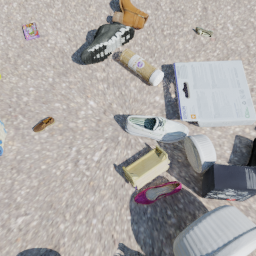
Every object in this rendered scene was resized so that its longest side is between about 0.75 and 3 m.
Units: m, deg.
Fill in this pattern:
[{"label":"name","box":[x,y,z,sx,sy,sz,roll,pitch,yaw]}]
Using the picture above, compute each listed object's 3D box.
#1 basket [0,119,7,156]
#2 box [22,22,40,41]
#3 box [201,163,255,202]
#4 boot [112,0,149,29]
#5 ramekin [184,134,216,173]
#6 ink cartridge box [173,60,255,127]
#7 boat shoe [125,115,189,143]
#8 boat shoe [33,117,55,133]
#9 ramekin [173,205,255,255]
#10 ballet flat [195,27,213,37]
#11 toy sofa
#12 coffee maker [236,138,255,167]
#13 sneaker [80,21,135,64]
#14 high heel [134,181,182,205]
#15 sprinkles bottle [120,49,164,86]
[{"label":"basket","box":[-5.091,0.561,9.335,1.753,1.383,1.988,2,53,0]},{"label":"box","box":[-4.316,-4.310,12.472,0.577,0.165,0.843,-19,65,-9]},{"label":"box","box":[3.127,1.731,8.700,1.353,1.486,0.773,5,64,2]},{"label":"boot","box":[0.259,-5.322,12.721,1.466,0.698,1.895,16,75,8]},{"label":"ramekin","box":[2.362,0.782,9.127,0.592,1.272,1.272,-17,65,-7]},{"label":"ink cartridge box","box":[3.200,-1.355,10.759,2.781,0.564,2.775,-1,63,0]},{"label":"boat shoe","box":[1.038,0.004,9.965,2.305,0.770,0.848,2,63,1]},{"label":"boat shoe","box":[-3.109,-0.147,10.313,0.855,0.289,0.308,-32,68,-15]},{"label":"ramekin","box":[2.342,3.139,7.560,2.486,2.486,1.158,-26,53,-13]},{"label":"ballet flat","box":[3.352,-4.230,12.399,0.824,0.279,0.310,19,81,7]},{"label":"toy sofa","box":[0.633,1.329,9.463,1.527,0.745,0.632,-32,43,-15]},{"label":"coffee maker","box":[4.408,0.941,9.488,1.137,0.797,1.184,20,64,10]},{"label":"sneaker","box":[-1.057,-3.653,11.777,2.730,0.907,1.235,-39,67,-21]},{"label":"high heel","box":[0.961,2.055,8.951,1.549,0.743,0.522,-9,64,-4]},{"label":"sprinkles bottle","box":[0.537,-2.448,11.272,1.878,0.641,0.641,39,70,18]}]
